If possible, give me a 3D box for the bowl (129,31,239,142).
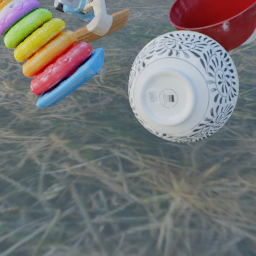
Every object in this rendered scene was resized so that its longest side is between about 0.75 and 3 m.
[{"bbox_3d":[0.707,-0.541,4.356,1.876,1.876,0.881,13,20,19],"label":"bowl"}]

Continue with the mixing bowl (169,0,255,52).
[{"bbox_3d":[1.832,-2.148,5.540,1.825,0.988,1.825,-19,44,19],"label":"mixing bowl"}]

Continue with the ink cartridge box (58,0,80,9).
[{"bbox_3d":[-1.204,-3.507,6.232,0.501,1.427,1.755,11,24,-29],"label":"ink cartridge box"}]

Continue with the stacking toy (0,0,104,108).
[{"bbox_3d":[-1.703,-1.703,4.880,1.377,2.509,1.456,-31,23,21],"label":"stacking toy"}]

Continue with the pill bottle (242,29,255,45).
[{"bbox_3d":[3.021,-3.192,7.598,1.159,1.159,2.044,7,47,11],"label":"pill bottle"}]

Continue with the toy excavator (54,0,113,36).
[{"bbox_3d":[-1.226,-3.855,8.460,1.204,2.344,2.411,11,-3,-37],"label":"toy excavator"}]

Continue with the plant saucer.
[{"bbox_3d":[-1.173,-3.532,10.101,2.768,0.518,2.768,-19,24,9],"label":"plant saucer"}]
